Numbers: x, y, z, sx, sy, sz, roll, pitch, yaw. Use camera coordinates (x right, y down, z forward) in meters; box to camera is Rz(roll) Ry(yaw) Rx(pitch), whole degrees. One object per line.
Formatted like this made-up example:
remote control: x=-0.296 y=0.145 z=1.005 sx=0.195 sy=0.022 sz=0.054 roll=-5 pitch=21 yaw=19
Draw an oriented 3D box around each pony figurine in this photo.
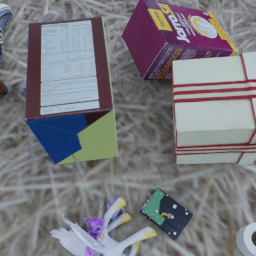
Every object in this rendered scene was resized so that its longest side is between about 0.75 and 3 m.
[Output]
pony figurine: x=-0.649 y=2.629 z=6.522 sx=1.989 sy=1.715 sz=2.060 roll=44 pitch=56 yaw=10

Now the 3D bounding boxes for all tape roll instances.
tape roll: x=3.124 y=2.760 z=6.861 sx=0.781 sy=0.537 sz=0.781 roll=0 pitch=63 yaw=0

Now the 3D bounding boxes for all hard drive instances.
hard drive: x=0.999 y=2.225 z=7.315 sx=1.157 sy=0.219 sz=0.808 roll=35 pitch=68 yaw=16

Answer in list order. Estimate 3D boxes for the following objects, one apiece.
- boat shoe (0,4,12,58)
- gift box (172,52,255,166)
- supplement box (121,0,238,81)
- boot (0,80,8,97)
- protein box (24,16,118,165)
boat shoe: x=-4.671 y=-3.113 z=9.759 sx=1.230 sy=0.991 sz=2.653 roll=33 pitch=70 yaw=2
gift box: x=2.465 y=-0.189 z=7.407 sx=2.500 sy=2.470 sz=2.677 roll=-4 pitch=66 yaw=8
supplement box: x=1.542 y=-2.564 z=8.501 sx=2.845 sy=1.468 sz=1.863 roll=-6 pitch=61 yaw=-31
boot: x=-4.306 y=-1.192 z=8.539 sx=1.088 sy=1.155 sz=0.396 roll=-36 pitch=68 yaw=-17
protein box: x=-1.364 y=-0.871 z=7.466 sx=1.871 sy=2.752 sz=2.773 roll=-6 pitch=63 yaw=-3
